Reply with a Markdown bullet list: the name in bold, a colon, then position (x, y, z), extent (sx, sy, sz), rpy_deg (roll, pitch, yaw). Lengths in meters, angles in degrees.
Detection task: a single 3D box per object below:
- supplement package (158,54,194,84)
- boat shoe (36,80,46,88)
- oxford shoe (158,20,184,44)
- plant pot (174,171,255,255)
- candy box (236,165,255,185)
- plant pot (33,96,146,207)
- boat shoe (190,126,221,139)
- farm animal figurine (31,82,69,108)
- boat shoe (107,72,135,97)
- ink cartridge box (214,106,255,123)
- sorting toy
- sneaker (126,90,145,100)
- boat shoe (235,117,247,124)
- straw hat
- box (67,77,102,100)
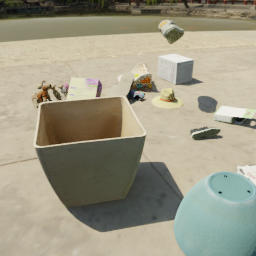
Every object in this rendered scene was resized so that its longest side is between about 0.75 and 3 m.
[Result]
- **supplement package**: position (2.795, -3.524, 16.590), extent (1.302, 1.292, 1.716), rpy_deg (-16, 32, -27)
- **boat shoe**: position (-4.847, -2.441, 15.637), extent (0.310, 0.279, 0.860), rpy_deg (10, 29, 17)
- **oxford shoe**: position (1.927, -4.281, 12.444), extent (0.663, 0.864, 2.297), rpy_deg (55, 22, 8)
- **plant pot**: position (2.182, 1.861, 6.234), extent (2.198, 1.480, 2.198), rpy_deg (0, 29, 0)
- **candy box**: position (4.004, 1.495, 8.009), extent (1.466, 0.447, 1.000), rpy_deg (-2, 28, -5)
- **plant pot**: position (-1.045, 0.671, 7.688), extent (2.508, 2.223, 2.511), rpy_deg (-6, 30, -11)
- **boat shoe**: position (2.909, 0.118, 10.641), extent (1.177, 0.440, 0.390), rpy_deg (-14, 42, -6)
- **farm animal figurine**: position (-3.506, -1.691, 12.927), extent (1.781, 0.896, 1.438), rpy_deg (-23, -7, -35)
- **boat shoe**: position (-0.322, -1.813, 13.966), extent (0.893, 0.770, 2.457), rpy_deg (21, 52, 11)
- **ink cartridge box**: position (4.527, -0.554, 11.874), extent (1.474, 0.353, 1.072), rpy_deg (12, 29, 30)
- **sorting toy**: position (0.330, -2.769, 15.633), extent (1.799, 1.068, 1.999), rpy_deg (-9, 29, 0)
- **sneaker**: position (0.280, -1.620, 13.956), extent (1.039, 0.412, 0.496), rpy_deg (9, 31, 18)
- **boat shoe**: position (4.808, -0.522, 11.916), extent (0.395, 0.366, 1.070), rpy_deg (21, 34, 34)
- **straw hat**: position (1.911, -1.568, 13.544), extent (1.667, 0.705, 1.667), rpy_deg (1, 27, 0)
- **box**: position (-1.925, -1.394, 12.339), extent (1.285, 1.461, 0.706), rpy_deg (5, -14, 11)
